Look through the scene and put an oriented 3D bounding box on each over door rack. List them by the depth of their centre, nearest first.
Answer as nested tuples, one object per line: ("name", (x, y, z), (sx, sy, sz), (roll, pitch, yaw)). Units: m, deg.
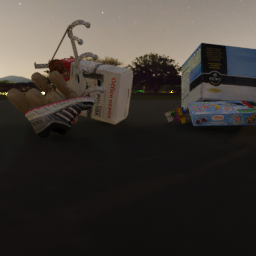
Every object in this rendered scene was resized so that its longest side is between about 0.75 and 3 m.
("over door rack", (-1.729, -1.565, 8.406), (0.943, 2.091, 2.830), (-6, -11, -42))

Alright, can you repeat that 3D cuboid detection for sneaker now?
("sneaker", (-1.476, -0.246, 6.495), (0.642, 0.761, 1.740), (-5, 14, 44))

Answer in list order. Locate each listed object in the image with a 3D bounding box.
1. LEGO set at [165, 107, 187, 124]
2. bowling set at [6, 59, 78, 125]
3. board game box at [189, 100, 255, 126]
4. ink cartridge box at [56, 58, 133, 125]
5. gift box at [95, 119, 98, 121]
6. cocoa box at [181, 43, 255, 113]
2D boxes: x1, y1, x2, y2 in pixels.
("LEGO set", (1.684, -0.374, 9.331), (0.494, 0.531, 1.295), (-22, -2, 23))
("bowling set", (-2.174, -1.050, 8.545), (2.620, 1.824, 1.407), (12, -31, 39))
("board game box", (2.763, -0.430, 7.747), (2.017, 0.369, 1.525), (-2, 17, 8))
("ink cartridge box", (-1.146, -1.255, 9.217), (2.314, 1.698, 0.959), (15, 22, 19))
("gift box", (-1.052, -1.163, 10.627), (1.380, 1.364, 1.478), (43, 16, 12))
("cocoa box", (3.604, -1.589, 9.973), (2.989, 1.961, 1.993), (4, -12, -8))
